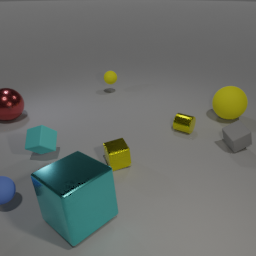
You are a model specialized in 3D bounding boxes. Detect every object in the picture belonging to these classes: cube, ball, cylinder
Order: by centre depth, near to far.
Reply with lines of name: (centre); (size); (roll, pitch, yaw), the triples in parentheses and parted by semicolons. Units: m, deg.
cube: (-1.255, 1.606, 6.764); (1.400, 1.400, 1.400); (-27, 31, -38)
ball: (-3.198, 1.562, 7.041); (0.700, 0.700, 0.700); (0, 28, 0)
cube: (-0.348, 0.848, 9.050); (0.700, 0.700, 0.700); (-15, 34, -14)
cube: (-2.822, 0.390, 9.122); (0.700, 0.700, 0.700); (-13, 65, 28)
cube: (3.798, 0.291, 9.762); (0.700, 0.700, 0.700); (-27, 44, 2)
cylinder: (2.232, -0.192, 11.098); (0.700, 0.700, 0.700); (17, 32, 28)
ball: (4.284, -1.063, 11.804); (1.400, 1.400, 1.400); (0, 28, 0)
ball: (-5.134, -0.998, 11.872); (1.400, 1.400, 1.400); (0, 28, 0)
ball: (-0.911, -2.614, 14.539); (0.700, 0.700, 0.700); (0, 28, 0)
